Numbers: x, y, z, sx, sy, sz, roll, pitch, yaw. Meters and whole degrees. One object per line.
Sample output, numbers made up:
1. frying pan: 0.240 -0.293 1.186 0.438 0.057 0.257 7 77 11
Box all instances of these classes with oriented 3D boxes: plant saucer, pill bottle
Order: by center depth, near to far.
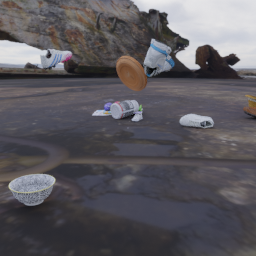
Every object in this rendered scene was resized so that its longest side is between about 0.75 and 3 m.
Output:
1. pill bottle: -0.142 -0.944 13.886 0.785 0.785 1.356 13 22 43
2. plant saucer: 0.120 -2.652 13.928 1.915 1.915 0.309 14 48 46

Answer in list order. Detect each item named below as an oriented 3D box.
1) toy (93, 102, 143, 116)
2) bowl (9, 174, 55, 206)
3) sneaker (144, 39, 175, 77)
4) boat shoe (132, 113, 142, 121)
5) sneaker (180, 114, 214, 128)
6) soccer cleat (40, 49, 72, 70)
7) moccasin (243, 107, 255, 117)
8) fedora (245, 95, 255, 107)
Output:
1. toy: -0.522 -1.083 15.065 2.601 0.614 1.498 1 13 4
2. bowl: -1.859 1.250 5.495 0.863 0.405 0.863 1 14 0
3. sneaker: 1.166 -2.706 11.816 1.091 1.261 2.909 32 6 14
4. boat shoe: 0.425 -0.525 13.332 0.341 0.303 0.926 5 14 19
5. sneaker: 2.897 -0.255 11.824 1.395 0.533 0.561 0 22 8
6. soccer cleat: -3.343 -3.405 13.149 0.664 0.820 1.900 7 35 30
7. moccasin: 6.959 -0.953 13.622 2.588 0.999 0.947 2 13 7
8. fedora: 7.501 -1.460 16.320 1.590 0.648 1.590 13 15 -4
